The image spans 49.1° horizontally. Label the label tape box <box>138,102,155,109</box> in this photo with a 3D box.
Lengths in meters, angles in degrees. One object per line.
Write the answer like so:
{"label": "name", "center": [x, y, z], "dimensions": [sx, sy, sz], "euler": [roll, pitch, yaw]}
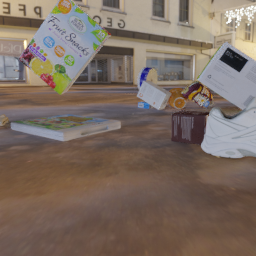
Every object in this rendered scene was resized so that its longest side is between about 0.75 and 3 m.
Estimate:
{"label": "label tape box", "center": [1.026, -1.197, 14.470], "dimensions": [0.655, 0.302, 0.914], "euler": [8, 12, 32]}

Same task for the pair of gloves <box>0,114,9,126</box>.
{"label": "pair of gloves", "center": [-4.636, -0.095, 8.380], "dimensions": [1.985, 0.409, 2.335], "euler": [-8, 10, -20]}

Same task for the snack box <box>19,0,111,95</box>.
{"label": "snack box", "center": [-2.050, -2.614, 9.035], "dimensions": [1.804, 2.537, 0.672], "euler": [41, 16, -7]}

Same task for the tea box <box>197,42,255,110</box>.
{"label": "tea box", "center": [4.646, -2.093, 12.092], "dimensions": [2.743, 1.833, 2.699], "euler": [35, 16, 4]}

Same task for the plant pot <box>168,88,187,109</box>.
{"label": "plant pot", "center": [2.510, -1.406, 14.033], "dimensions": [1.012, 1.012, 0.927], "euler": [0, 26, -2]}

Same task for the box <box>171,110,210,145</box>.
{"label": "box", "center": [1.626, -0.032, 7.105], "dimensions": [0.880, 0.730, 0.722], "euler": [6, 12, 30]}

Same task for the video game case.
{"label": "video game case", "center": [-1.898, -0.093, 8.653], "dimensions": [2.526, 0.279, 2.299], "euler": [8, 13, 38]}

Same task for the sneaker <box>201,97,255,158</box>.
{"label": "sneaker", "center": [2.699, 0.025, 5.429], "dimensions": [2.487, 1.236, 0.969], "euler": [4, 12, 22]}

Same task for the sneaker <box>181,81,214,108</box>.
{"label": "sneaker", "center": [3.620, -1.596, 13.972], "dimensions": [0.959, 1.152, 2.558], "euler": [-41, -19, 33]}

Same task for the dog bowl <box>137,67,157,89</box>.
{"label": "dog bowl", "center": [1.860, -4.521, 26.412], "dimensions": [0.924, 2.347, 2.347], "euler": [14, 16, 30]}

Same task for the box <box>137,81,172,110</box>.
{"label": "box", "center": [1.291, -1.649, 13.906], "dimensions": [1.412, 0.878, 0.688], "euler": [35, 26, 23]}
